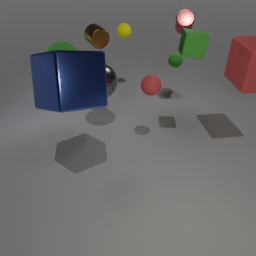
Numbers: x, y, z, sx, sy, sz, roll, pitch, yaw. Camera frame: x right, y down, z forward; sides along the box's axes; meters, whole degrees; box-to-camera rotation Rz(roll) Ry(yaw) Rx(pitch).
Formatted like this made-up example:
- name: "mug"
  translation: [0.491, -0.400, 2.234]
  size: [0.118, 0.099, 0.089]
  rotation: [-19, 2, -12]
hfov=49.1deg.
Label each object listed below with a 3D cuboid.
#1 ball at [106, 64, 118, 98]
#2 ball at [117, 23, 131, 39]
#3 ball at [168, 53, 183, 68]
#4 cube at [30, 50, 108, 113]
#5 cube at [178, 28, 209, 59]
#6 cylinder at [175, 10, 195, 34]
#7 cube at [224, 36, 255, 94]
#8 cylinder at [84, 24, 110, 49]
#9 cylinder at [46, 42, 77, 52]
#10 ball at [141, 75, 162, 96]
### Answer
- name: "ball"
  translation: [-1.097, -1.793, 10.745]
  size: [1.400, 1.400, 1.400]
  rotation: [0, 31, 0]
- name: "ball"
  translation: [-0.200, -4.721, 13.623]
  size: [0.700, 0.700, 0.700]
  rotation: [0, 31, 0]
- name: "ball"
  translation: [2.270, -3.233, 13.347]
  size: [0.700, 0.700, 0.700]
  rotation: [0, 31, 0]
- name: "cube"
  translation: [-1.509, -1.211, 7.183]
  size: [1.400, 1.400, 1.400]
  rotation: [-12, 15, -40]
- name: "cube"
  translation: [2.019, -2.615, 8.683]
  size: [0.700, 0.700, 0.700]
  rotation: [7, 33, -4]
- name: "cylinder"
  translation: [2.224, -4.163, 11.031]
  size: [0.700, 0.700, 0.700]
  rotation: [3, -6, 5]
- name: "cube"
  translation: [4.179, -2.083, 9.074]
  size: [1.400, 1.400, 1.400]
  rotation: [-4, 36, -7]
- name: "cylinder"
  translation: [-1.096, -3.215, 9.809]
  size: [0.700, 0.700, 0.700]
  rotation: [-15, 38, -23]
- name: "cylinder"
  translation: [-2.756, -2.764, 12.134]
  size: [1.400, 1.400, 1.400]
  rotation: [-2, -12, -3]
- name: "ball"
  translation: [0.779, -1.437, 9.393]
  size: [0.700, 0.700, 0.700]
  rotation: [0, 31, 0]
